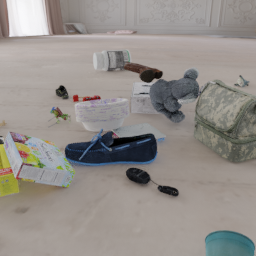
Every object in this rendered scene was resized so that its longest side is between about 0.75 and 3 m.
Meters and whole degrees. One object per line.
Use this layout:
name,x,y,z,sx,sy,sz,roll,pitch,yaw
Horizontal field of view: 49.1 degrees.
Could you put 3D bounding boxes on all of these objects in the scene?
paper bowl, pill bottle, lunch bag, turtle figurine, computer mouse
paper bowl,-0.990,-0.518,11.025,2.109,1.097,2.109,-4,10,1
pill bottle,-1.210,-5.116,21.143,2.640,1.493,1.493,-7,25,-18
lunch bag,3.534,-0.376,9.701,1.800,2.167,2.584,-9,26,-19
turtle figurine,-2.950,-0.395,12.010,0.912,0.940,0.677,13,-4,-20
computer mouse,0.642,1.552,7.840,1.661,0.283,0.487,23,24,30

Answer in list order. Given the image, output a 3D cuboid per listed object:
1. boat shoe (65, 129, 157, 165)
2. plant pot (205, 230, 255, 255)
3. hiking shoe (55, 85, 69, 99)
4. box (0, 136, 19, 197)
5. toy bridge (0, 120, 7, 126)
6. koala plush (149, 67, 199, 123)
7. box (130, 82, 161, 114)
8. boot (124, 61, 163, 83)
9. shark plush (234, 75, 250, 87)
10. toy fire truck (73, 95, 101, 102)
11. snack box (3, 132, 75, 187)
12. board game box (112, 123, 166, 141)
boat shoe,-0.556,0.512,9.127,2.981,1.023,1.254,-3,24,-7
plant pot,1.826,2.474,5.047,0.899,0.899,0.845,7,40,15
hiking shoe,-3.595,-2.050,15.301,0.506,0.672,1.336,-16,29,-32
box,-3.988,1.083,8.269,1.005,0.669,2.669,-10,26,-27
toy bridge,-5.671,-0.089,11.532,1.257,0.171,0.423,-11,29,-23
koala plush,2.035,-1.390,11.168,1.859,1.794,2.023,24,-19,-22
box,0.963,-1.573,14.060,1.572,0.810,2.696,1,25,2
boot,0.357,-2.366,11.502,1.694,0.544,1.578,27,23,30
shark plush,7.208,-2.769,17.500,0.640,0.698,1.537,41,22,29
toy fire truck,-2.138,-1.523,14.567,1.275,0.311,0.899,-12,27,-24
snack box,-2.628,0.880,8.150,1.520,0.566,2.137,20,9,-37
board game box,0.376,0.244,10.655,1.584,0.205,1.584,-10,23,-22
